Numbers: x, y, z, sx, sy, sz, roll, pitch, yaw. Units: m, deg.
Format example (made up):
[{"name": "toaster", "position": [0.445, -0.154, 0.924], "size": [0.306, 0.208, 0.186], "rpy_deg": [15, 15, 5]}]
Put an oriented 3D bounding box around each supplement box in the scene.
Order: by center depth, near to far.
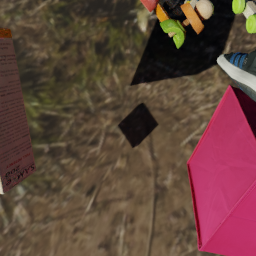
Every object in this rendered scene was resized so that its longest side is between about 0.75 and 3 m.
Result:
[{"name": "supplement box", "position": [-2.734, -0.290, 4.809], "size": [1.653, 0.965, 2.624], "rpy_deg": [0, 106, 17]}]

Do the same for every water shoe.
[{"name": "water shoe", "position": [2.092, -0.994, 4.670], "size": [0.654, 1.829, 0.722], "rpy_deg": [41, 110, -19]}]

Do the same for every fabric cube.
[{"name": "fabric cube", "position": [2.692, 0.955, 5.252], "size": [2.333, 2.340, 2.296], "rpy_deg": [13, 38, -6]}]

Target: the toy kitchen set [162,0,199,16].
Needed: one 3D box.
[{"name": "toy kitchen set", "position": [1.233, -3.335, 6.880], "size": [0.945, 0.757, 0.557], "rpy_deg": [33, 87, -27]}]

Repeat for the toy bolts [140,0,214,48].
[{"name": "toy bolts", "position": [1.021, -2.837, 6.112], "size": [1.088, 1.568, 1.498], "rpy_deg": [-34, 39, 23]}]

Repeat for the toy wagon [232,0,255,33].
[{"name": "toy wagon", "position": [3.058, -2.130, 5.418], "size": [1.600, 0.408, 2.062], "rpy_deg": [-8, 53, -3]}]
